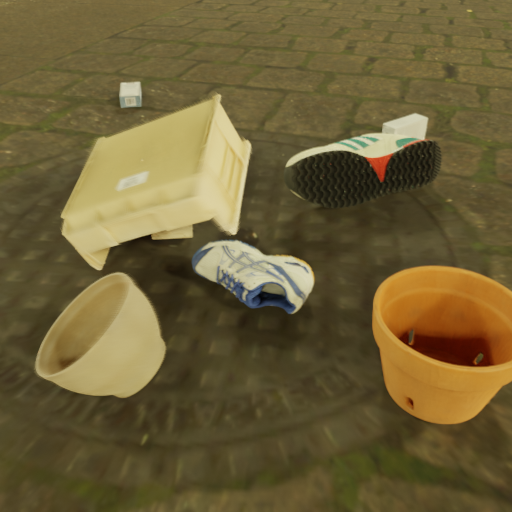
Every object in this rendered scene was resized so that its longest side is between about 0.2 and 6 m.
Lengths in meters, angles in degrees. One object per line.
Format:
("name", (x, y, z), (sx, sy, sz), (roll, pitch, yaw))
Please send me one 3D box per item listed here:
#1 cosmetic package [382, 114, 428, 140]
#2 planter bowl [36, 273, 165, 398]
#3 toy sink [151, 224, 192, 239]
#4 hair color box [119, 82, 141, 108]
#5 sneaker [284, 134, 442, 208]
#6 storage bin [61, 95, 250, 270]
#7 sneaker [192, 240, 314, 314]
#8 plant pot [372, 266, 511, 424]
("cosmetic package", (3.465, -2.905, 13.125), (1.123, 0.569, 0.400), (-22, 40, -29))
("planter bowl", (-1.764, 1.092, 6.838), (1.490, 1.003, 1.490), (-30, 32, 21))
("toy sink", (-1.533, -0.842, 10.149), (0.732, 0.629, 1.123), (-3, 37, -6))
("hair color box", (-3.484, -4.480, 15.556), (0.555, 0.340, 1.121), (-5, 36, -8))
("sneaker", (1.972, -1.801, 11.306), (3.289, 1.158, 1.538), (-12, 22, -15))
("storage bin", (-1.556, -1.144, 9.085), (2.497, 1.170, 2.479), (-13, 44, 20))
("sneaker", (-0.146, 0.326, 8.422), (1.946, 0.732, 0.858), (9, 41, 17))
("plant pot", (2.267, 1.153, 6.775), (1.805, 1.263, 1.805), (0, 35, 0))
